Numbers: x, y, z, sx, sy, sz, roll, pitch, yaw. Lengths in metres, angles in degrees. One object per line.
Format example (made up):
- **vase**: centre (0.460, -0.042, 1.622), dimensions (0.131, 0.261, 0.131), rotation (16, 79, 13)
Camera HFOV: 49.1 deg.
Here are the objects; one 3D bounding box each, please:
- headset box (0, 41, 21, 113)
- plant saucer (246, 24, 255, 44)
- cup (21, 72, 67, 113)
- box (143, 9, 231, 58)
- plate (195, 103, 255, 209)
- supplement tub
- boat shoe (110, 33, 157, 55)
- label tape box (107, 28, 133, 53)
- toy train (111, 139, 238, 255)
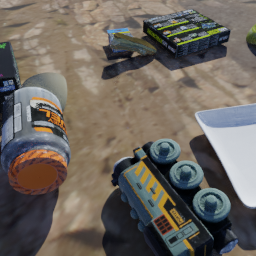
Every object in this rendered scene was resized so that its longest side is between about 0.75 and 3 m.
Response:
- **headset box**: centre (-4.265, -1.455, 8.146), dimensions (2.079, 1.108, 2.388), rotation (-14, 44, -15)
- **plant saucer**: centre (5.775, -3.895, 10.768), dimensions (2.360, 0.367, 2.360), rotation (-19, 30, 11)
- **cup**: centre (-2.145, -0.775, 7.505), dimensions (1.220, 1.220, 0.872), rotation (-16, 69, -17)
- **box**: centre (2.252, -3.842, 11.100), dimensions (2.535, 0.602, 2.448), rotation (-21, 50, -20)
- **plate**: centre (3.330, 0.479, 6.450), dimensions (2.888, 0.467, 2.882), rotation (-8, 43, -6)
- **supplement tub**: centre (-2.014, 0.228, 6.094), dimensions (1.375, 1.375, 2.244), rotation (-12, 44, -13)
- **boat shoe**: centre (0.218, -2.923, 10.107), dimensions (1.718, 0.541, 0.627), rotation (7, 37, -29)
- **label tape box**: centre (-0.281, -3.418, 10.879), dimensions (0.882, 0.387, 1.223), rotation (-10, 43, -10)
- **toy train**: centre (0.726, 1.301, 5.198), dimensions (1.494, 1.117, 2.622), rotation (-27, 48, -14)
